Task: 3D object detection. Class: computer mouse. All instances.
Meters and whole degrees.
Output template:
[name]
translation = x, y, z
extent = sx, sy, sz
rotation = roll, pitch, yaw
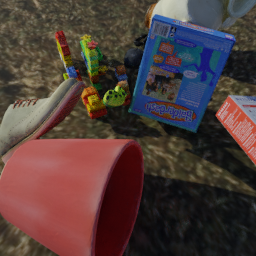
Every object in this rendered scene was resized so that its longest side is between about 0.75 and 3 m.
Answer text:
[computer mouse]
translation = 0.345, -2.362, 8.211
extent = 0.640, 0.371, 2.183
rotation = 8, 41, 10

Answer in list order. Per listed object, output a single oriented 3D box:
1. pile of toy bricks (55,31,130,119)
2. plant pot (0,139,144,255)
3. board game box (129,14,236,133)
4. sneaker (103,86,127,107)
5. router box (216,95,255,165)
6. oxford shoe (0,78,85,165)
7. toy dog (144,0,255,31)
[pile of toy bricks]
translation = -0.967, -1.754, 7.444
extent = 1.580, 1.406, 2.847
rotation = -20, 58, -14
[plant pot]
translation = -0.992, 1.169, 5.091
extent = 2.023, 2.286, 2.286
rotation = 10, 55, 20
[board game box]
translation = 1.120, -1.172, 6.410
extent = 1.756, 2.308, 0.519
rotation = 18, 33, 4
[sneaker]
translation = -0.321, -0.631, 6.418
extent = 0.427, 0.482, 1.154
rotation = 42, 20, -2
[router box]
translation = 3.435, 0.235, 5.904
extent = 2.410, 0.589, 2.163
rotation = 0, 44, -27
[oxford shoe]
translation = -1.995, -0.245, 5.776
extent = 0.988, 2.677, 0.948
rotation = 50, 21, -4
[toy dog]
translation = 1.613, -3.001, 7.492
extent = 1.963, 2.813, 2.727
rotation = 25, 89, -17
